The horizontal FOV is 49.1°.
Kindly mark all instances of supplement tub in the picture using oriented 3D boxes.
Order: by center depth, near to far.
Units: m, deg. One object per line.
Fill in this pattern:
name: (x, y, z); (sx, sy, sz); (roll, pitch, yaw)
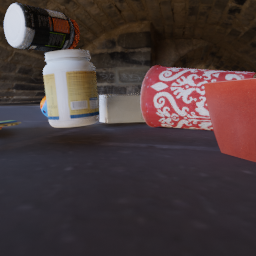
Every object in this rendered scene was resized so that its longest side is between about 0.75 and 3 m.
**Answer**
supplement tub: (-2.558, -2.983, 8.563); (1.237, 1.237, 2.019); (5, 9, 40)
supplement tub: (-1.849, -1.275, 9.204); (1.697, 2.346, 1.697); (-4, 8, 1)

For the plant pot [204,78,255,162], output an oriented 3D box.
plant pot: (2.071, -0.138, 4.328); (1.326, 1.169, 1.327); (-2, 7, -19)

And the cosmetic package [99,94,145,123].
cosmetic package: (-0.100, -0.772, 11.139); (1.982, 1.118, 0.804); (-1, 5, -28)

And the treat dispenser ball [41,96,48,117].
treat dispenser ball: (-3.676, -1.072, 13.752); (1.180, 1.180, 1.180); (0, 6, 0)

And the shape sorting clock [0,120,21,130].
shape sorting clock: (-3.795, -0.065, 8.294); (1.199, 0.235, 1.199); (-6, 7, 1)

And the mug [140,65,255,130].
mug: (2.269, -0.872, 8.342); (2.924, 1.951, 2.596); (8, 11, 35)
